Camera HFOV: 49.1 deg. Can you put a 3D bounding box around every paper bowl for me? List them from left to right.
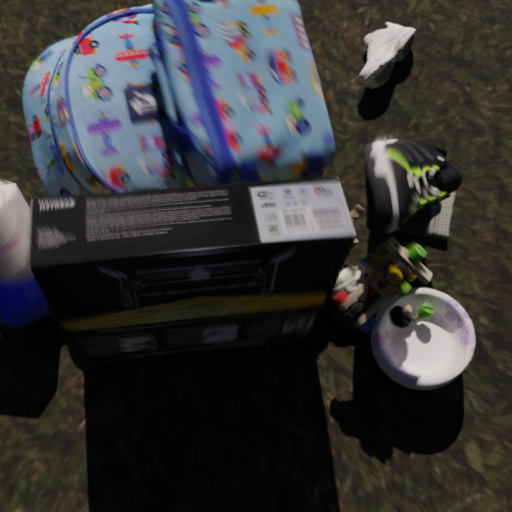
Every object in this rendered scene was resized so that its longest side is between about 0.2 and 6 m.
[{"bbox_3d":[2.816,1.450,9.617,1.665,0.866,1.665,-3,68,8],"label":"paper bowl"}]

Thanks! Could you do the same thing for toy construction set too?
[{"bbox_3d":[2.054,0.025,9.040,1.727,1.591,2.070,-10,58,-38],"label":"toy construction set"}]

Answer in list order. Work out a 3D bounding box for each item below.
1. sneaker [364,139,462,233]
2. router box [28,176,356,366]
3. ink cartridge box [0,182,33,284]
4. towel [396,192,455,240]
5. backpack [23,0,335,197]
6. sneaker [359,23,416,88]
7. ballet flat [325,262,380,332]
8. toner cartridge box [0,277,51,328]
[{"bbox_3d":[2.623,-1.371,9.236,1.482,3.579,1.283,1,112,18],"label":"sneaker"},{"bbox_3d":[-0.908,0.359,8.499,4.140,3.255,1.081,-5,58,-10],"label":"router box"},{"bbox_3d":[-4.157,-0.400,8.943,0.936,1.456,0.912,-11,37,8],"label":"ink cartridge box"},{"bbox_3d":[3.166,-1.050,10.868,1.304,0.234,1.354,11,74,9],"label":"towel"},{"bbox_3d":[-1.355,-2.270,8.943,4.191,2.819,3.826,-11,89,-26],"label":"backpack"},{"bbox_3d":[2.545,-4.215,11.721,0.889,0.697,1.788,33,66,17],"label":"sneaker"},{"bbox_3d":[1.299,0.291,10.065,0.947,0.947,2.593,-38,76,-11],"label":"ballet flat"},{"bbox_3d":[-3.291,0.016,10.266,3.041,0.657,1.445,-23,72,-7],"label":"toner cartridge box"}]
